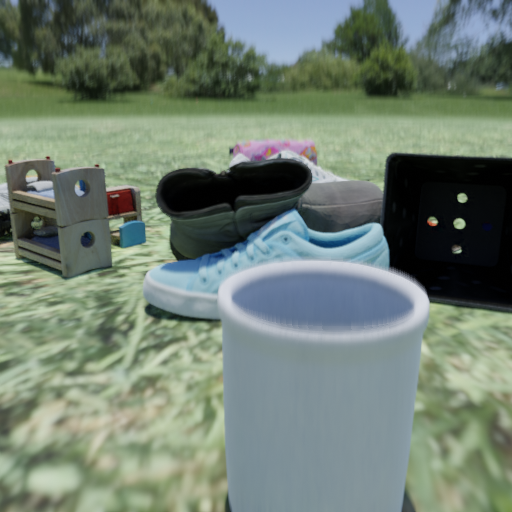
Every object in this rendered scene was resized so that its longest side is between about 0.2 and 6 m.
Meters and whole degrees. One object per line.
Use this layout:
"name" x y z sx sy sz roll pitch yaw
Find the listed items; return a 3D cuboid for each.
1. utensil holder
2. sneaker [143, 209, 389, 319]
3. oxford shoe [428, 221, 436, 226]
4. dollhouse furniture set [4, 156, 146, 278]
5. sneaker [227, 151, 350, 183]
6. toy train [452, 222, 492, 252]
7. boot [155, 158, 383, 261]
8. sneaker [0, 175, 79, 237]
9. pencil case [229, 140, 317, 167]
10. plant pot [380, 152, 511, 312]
"utensil holder" 0.367 0.836 3.288 1.156 1.361 1.156 -1 17 0
"sneaker" 0.120 0.014 6.353 2.802 1.148 1.036 -2 16 -6
"oxford shoe" 1.954 -0.413 8.737 1.926 0.686 0.699 18 14 21
"dollhouse furniture set" -2.358 -0.751 8.360 1.448 1.439 2.054 14 22 39
"sneaker" 0.927 -1.371 10.807 3.130 1.254 1.101 -1 15 -9
"toy train" 3.325 -0.271 8.160 1.812 0.767 1.048 5 6 20
"boot" 0.411 -0.564 6.976 3.225 1.092 2.107 -11 -12 -11
"sneaker" -4.186 -0.644 9.292 2.709 1.025 1.188 -5 38 -20
"pencil case" 0.494 -2.670 15.499 2.378 1.040 1.040 -7 18 -18
"plant pot" 2.504 -0.356 7.011 1.697 1.693 1.505 6 8 20
